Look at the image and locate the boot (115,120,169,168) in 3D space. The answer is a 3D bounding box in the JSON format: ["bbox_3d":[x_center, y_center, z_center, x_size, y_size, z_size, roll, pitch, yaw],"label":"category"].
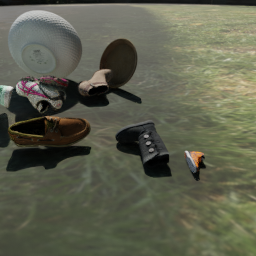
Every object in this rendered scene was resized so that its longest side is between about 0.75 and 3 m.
[{"bbox_3d":[0.327,0.473,7.061,1.135,0.452,1.377,-23,44,4],"label":"boot"}]

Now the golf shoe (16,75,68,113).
[{"bbox_3d":[-2.833,-1.035,8.726,2.343,1.079,0.851,6,-6,42],"label":"golf shoe"}]

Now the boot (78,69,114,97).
[{"bbox_3d":[-1.055,-1.666,10.548,1.757,0.617,1.284,-28,32,-18],"label":"boot"}]

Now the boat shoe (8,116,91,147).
[{"bbox_3d":[-1.977,0.077,7.181,2.045,0.695,0.736,-11,65,-9],"label":"boat shoe"}]

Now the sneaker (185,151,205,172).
[{"bbox_3d":[1.641,0.760,6.646,0.429,0.297,0.766,-3,29,-4],"label":"sneaker"}]

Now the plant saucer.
[{"bbox_3d":[-0.362,-2.565,11.189,1.990,1.990,0.293,27,13,39],"label":"plant saucer"}]

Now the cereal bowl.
[{"bbox_3d":[-3.349,-3.003,11.071,2.895,2.895,1.206,3,48,5],"label":"cereal bowl"}]

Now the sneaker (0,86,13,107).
[{"bbox_3d":[-4.070,-1.041,8.436,0.997,0.622,1.691,16,-5,-30],"label":"sneaker"}]
